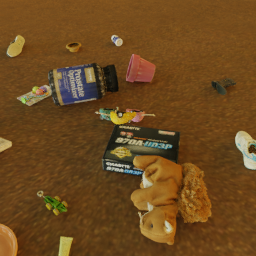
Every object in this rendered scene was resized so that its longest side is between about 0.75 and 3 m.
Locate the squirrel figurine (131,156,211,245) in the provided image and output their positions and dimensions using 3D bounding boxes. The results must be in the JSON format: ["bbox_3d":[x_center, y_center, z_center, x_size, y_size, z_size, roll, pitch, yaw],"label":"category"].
[{"bbox_3d":[1.171,1.950,7.427,2.174,1.538,2.029,-2,47,2],"label":"squirrel figurine"}]

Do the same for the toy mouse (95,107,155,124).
[{"bbox_3d":[-0.244,-0.490,10.820,2.366,0.458,2.103,1,10,-15],"label":"toy mouse"}]

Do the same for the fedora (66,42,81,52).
[{"bbox_3d":[-3.060,-4.553,15.886,0.886,0.362,0.886,-1,42,1],"label":"fedora"}]

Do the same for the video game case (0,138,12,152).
[{"bbox_3d":[-5.556,0.514,9.637,2.387,0.215,1.710,17,25,18],"label":"video game case"}]

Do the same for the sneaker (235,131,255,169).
[{"bbox_3d":[4.159,0.611,9.576,0.626,0.661,1.637,-1,39,1],"label":"sneaker"}]

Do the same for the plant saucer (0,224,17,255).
[{"bbox_3d":[-3.550,3.153,6.852,1.661,0.311,1.661,0,40,0],"label":"plant saucer"}]

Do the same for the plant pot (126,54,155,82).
[{"bbox_3d":[0.617,-2.709,13.164,1.142,1.275,1.275,13,39,-9],"label":"plant pot"}]

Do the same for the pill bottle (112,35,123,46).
[{"bbox_3d":[-0.662,-5.196,16.583,0.440,0.440,0.760,-17,43,-19],"label":"pill bottle"}]

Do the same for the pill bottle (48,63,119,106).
[{"bbox_3d":[-1.812,-1.879,11.715,2.713,1.517,1.517,-11,41,-6],"label":"pill bottle"}]

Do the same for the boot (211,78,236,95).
[{"bbox_3d":[4.504,-1.971,12.812,1.021,0.406,1.173,-12,39,-12],"label":"boot"}]

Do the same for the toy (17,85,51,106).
[{"bbox_3d":[-4.007,-1.579,12.380,0.899,0.369,1.562,27,47,27],"label":"toy"}]

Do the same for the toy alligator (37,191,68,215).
[{"bbox_3d":[-2.154,2.164,8.054,1.200,0.288,0.398,23,45,33],"label":"toy alligator"}]

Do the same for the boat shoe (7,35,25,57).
[{"bbox_3d":[-6.386,-4.502,15.785,0.607,0.645,1.796,-26,39,30],"label":"boat shoe"}]

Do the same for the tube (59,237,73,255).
[{"bbox_3d":[-1.596,3.110,7.009,0.214,0.239,0.824,-31,32,21],"label":"tube"}]

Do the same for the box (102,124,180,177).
[{"bbox_3d":[0.512,0.758,9.474,2.381,0.548,1.893,8,41,9],"label":"box"}]
